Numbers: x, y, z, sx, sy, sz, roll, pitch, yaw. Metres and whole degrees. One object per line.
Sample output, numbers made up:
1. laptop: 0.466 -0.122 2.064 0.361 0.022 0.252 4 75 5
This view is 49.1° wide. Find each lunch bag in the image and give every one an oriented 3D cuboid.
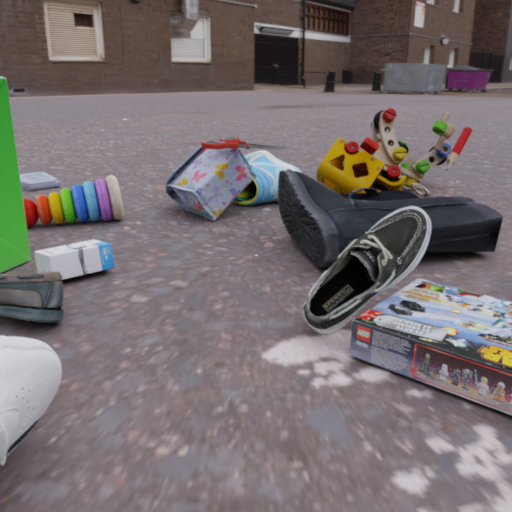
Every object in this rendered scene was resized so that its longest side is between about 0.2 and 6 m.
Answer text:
1. lunch bag: -1.130 -1.715 12.212 1.466 1.099 1.729 -47 36 -14

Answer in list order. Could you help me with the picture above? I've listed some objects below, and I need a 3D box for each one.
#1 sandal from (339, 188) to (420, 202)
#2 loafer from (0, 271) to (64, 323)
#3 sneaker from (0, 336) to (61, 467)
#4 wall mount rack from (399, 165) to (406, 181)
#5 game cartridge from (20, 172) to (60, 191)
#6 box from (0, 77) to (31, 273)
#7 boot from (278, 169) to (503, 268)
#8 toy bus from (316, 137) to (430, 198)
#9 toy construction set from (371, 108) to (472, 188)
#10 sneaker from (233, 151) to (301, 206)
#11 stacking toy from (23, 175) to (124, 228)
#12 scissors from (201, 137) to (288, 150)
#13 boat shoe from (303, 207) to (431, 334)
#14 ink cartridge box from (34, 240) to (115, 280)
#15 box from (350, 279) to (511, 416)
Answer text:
1. sandal: 2.353 -1.085 11.399 2.694 0.577 1.024 -12 48 -30
2. loafer: -3.507 0.400 7.461 2.164 0.681 0.778 9 -2 13
3. sneaker: -1.942 1.647 3.671 1.871 1.147 2.875 11 23 25
4. wall mount rack: 3.793 -2.432 15.625 1.542 0.575 1.340 -5 18 -16
5. game cartridge: -5.867 -1.973 14.854 0.896 0.272 1.344 -11 22 -36
6. box: -5.290 -1.283 8.900 2.678 3.035 1.467 8 21 23
7. boot: 2.275 -0.832 10.135 3.293 1.081 2.714 -8 37 -14
8. toy bus: 2.396 -1.640 12.611 2.041 1.118 2.163 40 -8 -31
9. toy construction set: 3.767 -2.331 13.993 2.241 2.065 2.688 38 -15 -28
10. sneaker: -0.215 -1.921 13.581 1.695 1.033 2.596 -11 22 -30
11. stacking toy: -3.892 -1.015 11.435 2.221 0.948 0.948 -12 23 -17
12. scissors: -0.310 -2.149 11.062 0.823 0.157 2.251 -16 24 -28
13. boat shoe: 1.417 0.126 6.905 0.742 0.668 2.098 42 80 19
14. ink cartridge box: -2.874 0.064 8.873 1.013 0.435 0.742 -13 14 -37
15. box: 2.613 1.009 6.287 2.577 0.514 1.764 16 24 38
